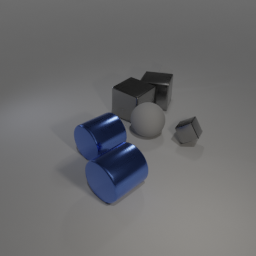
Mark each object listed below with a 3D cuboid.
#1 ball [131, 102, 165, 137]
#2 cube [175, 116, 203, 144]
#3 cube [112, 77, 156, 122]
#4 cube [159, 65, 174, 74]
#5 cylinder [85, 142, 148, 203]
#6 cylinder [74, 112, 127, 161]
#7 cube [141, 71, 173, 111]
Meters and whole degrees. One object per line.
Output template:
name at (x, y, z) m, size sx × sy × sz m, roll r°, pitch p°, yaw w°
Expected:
ball at (0.805, -0.335, 11.311) m, size 1.400 × 1.400 × 1.400 m, roll 0°, pitch 31°, yaw 0°
cube at (2.331, 0.076, 10.711) m, size 0.700 × 0.700 × 0.700 m, roll -20°, pitch 12°, yaw 34°
cube at (0.236, -1.256, 12.610) m, size 1.400 × 1.400 × 1.400 m, roll 26°, pitch 42°, yaw 28°
cube at (1.987, -2.843, 15.308) m, size 0.700 × 0.700 × 0.700 m, roll 24°, pitch 63°, yaw 4°
cylinder at (-0.339, 1.327, 8.524) m, size 1.400 × 1.400 × 1.400 m, roll 27°, pitch 41°, yaw 37°
cylinder at (-1.005, 0.302, 10.196) m, size 1.400 × 1.400 × 1.400 m, roll -27°, pitch 41°, yaw -37°
cube at (1.366, -1.821, 13.684) m, size 1.400 × 1.400 × 1.400 m, roll 9°, pitch 33°, yaw 14°
